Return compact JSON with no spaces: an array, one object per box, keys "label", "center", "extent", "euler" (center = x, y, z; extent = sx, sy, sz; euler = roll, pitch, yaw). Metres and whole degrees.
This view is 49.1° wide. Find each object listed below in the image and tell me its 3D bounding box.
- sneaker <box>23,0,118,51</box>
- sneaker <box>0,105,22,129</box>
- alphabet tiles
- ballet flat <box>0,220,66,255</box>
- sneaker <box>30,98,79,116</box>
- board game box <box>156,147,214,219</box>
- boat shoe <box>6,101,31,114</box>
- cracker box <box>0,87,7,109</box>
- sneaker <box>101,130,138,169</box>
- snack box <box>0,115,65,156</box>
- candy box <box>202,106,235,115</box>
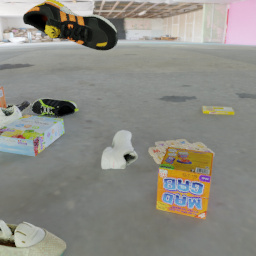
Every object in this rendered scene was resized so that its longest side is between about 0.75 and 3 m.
[{"label":"sneaker","center":[-1.366,-2.260,6.509],"extent":[2.272,0.795,1.022],"euler":[27,45,15]},{"label":"sneaker","center":[-5.267,-0.292,10.939],"extent":[2.177,1.084,0.815],"euler":[-24,55,-24]},{"label":"alphabet tiles","center":[1.830,0.833,9.698],"extent":[2.094,0.153,2.048],"euler":[-5,23,-13]},{"label":"ballet flat","center":[-2.351,2.205,5.626],"extent":[2.197,0.685,0.741],"euler":[3,24,7]},{"label":"sneaker","center":[-3.484,-0.971,13.261],"extent":[2.230,0.800,0.923],"euler":[-4,23,-10]},{"label":"board game box","center":[1.456,1.327,7.077],"extent":[1.205,1.204,1.204],"euler":[7,23,17]},{"label":"boat shoe","center":[-5.126,-0.853,12.662],"extent":[0.863,0.745,2.374],"euler":[-33,19,17]},{"label":"cracker box","center":[-7.017,-1.409,13.778],"extent":[1.818,1.218,0.524],"euler":[2,23,6]},{"label":"sneaker","center":[-0.115,0.778,9.237],"extent":[0.999,0.783,2.010],"euler":[13,34,13]},{"label":"snack box","center":[-3.673,0.206,10.497],"extent":[1.764,0.708,2.092],"euler":[6,23,15]},{"label":"candy box","center":[4.434,-0.874,13.823],"extent":[1.449,0.191,0.741],"euler":[3,25,9]}]
